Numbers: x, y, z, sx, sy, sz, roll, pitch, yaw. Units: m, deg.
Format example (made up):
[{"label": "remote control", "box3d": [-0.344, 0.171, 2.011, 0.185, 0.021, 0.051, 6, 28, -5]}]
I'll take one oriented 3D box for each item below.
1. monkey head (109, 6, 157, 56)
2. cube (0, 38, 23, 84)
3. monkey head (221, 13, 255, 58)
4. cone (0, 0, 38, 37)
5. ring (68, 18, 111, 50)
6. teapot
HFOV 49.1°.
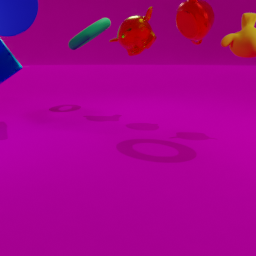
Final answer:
[{"label": "monkey head", "box3d": [0.320, -2.915, 8.674, 1.785, 1.076, 1.284, -27, 10, 37]}, {"label": "cube", "box3d": [-3.771, -1.777, 7.749, 1.049, 1.049, 1.049, -43, 27, -20]}, {"label": "monkey head", "box3d": [2.775, -2.109, 6.411, 1.325, 0.953, 0.799, 4, 25, 4]}, {"label": "cone", "box3d": [-2.583, -2.655, 6.603, 1.346, 1.346, 1.351, 0, 3, 0]}, {"label": "ring", "box3d": [-1.444, -3.516, 10.500, 1.827, 0.365, 1.827, -31, 16, 10]}, {"label": "teapot", "box3d": [1.783, -2.888, 7.237, 0.818, 1.671, 1.039, -35, 48, -18]}]
